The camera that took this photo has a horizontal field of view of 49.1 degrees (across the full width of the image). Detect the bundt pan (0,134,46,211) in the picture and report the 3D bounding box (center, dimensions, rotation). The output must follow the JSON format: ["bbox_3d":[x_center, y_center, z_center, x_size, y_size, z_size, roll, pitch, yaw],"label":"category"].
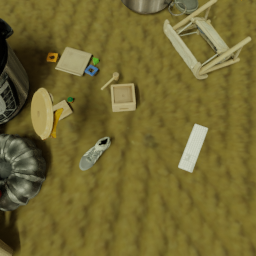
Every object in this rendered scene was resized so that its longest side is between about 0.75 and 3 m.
[{"bbox_3d":[-3.285,1.094,7.309,2.139,0.803,2.139,2,75,-7],"label":"bundt pan"}]

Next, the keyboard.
[{"bbox_3d":[1.893,0.559,8.101,0.409,0.077,1.452,23,70,9],"label":"keyboard"}]

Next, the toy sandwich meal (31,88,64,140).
[{"bbox_3d":[-1.799,-0.291,6.255,0.424,1.237,1.237,-5,64,-37],"label":"toy sandwich meal"}]

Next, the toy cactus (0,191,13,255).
[{"bbox_3d":[-3.801,2.501,6.509,2.303,1.427,2.791,45,78,-26],"label":"toy cactus"}]

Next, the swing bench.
[{"bbox_3d":[2.358,-2.702,8.808,1.893,1.228,1.883,-27,71,-5],"label":"swing bench"}]

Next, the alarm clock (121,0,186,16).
[{"bbox_3d":[0.834,-4.751,9.709,1.971,0.973,2.921,-41,72,-15],"label":"alarm clock"}]

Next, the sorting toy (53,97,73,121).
[{"bbox_3d":[-2.027,-0.495,8.461,1.026,0.174,0.495,-32,72,-12],"label":"sorting toy"}]

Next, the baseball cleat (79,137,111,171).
[{"bbox_3d":[-0.944,0.666,7.767,0.406,0.620,1.165,38,75,8],"label":"baseball cleat"}]

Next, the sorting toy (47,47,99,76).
[{"bbox_3d":[-1.754,-2.129,9.083,1.735,0.236,0.977,18,65,6],"label":"sorting toy"}]

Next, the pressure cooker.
[{"bbox_3d":[-4.269,-1.530,7.378,2.632,2.947,2.592,2,68,0],"label":"pressure cooker"}]

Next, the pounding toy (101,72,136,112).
[{"bbox_3d":[-0.307,-1.086,8.510,0.987,0.514,1.124,-4,69,-2],"label":"pounding toy"}]

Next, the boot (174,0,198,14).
[{"bbox_3d":[1.936,-5.378,9.153,0.887,2.444,2.222,-11,69,-4],"label":"boot"}]
